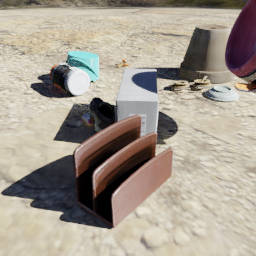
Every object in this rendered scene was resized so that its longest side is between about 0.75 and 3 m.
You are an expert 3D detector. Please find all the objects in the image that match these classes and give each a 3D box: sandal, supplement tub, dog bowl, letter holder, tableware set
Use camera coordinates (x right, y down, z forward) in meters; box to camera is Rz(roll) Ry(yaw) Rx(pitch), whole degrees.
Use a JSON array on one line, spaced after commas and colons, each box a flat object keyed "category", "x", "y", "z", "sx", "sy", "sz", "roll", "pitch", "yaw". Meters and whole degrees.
[{"category": "sandal", "x": 3.133, "y": -1.048, "z": 6.932, "sx": 0.922, "sy": 0.264, "sz": 0.353, "roll": 2, "pitch": 54, "yaw": -1}, {"category": "supplement tub", "x": -2.498, "y": -2.092, "z": 11.766, "sx": 1.092, "sy": 1.092, "sz": 1.782, "roll": -22, "pitch": 36, "yaw": -35}, {"category": "dog bowl", "x": 3.588, "y": -2.432, "z": 7.504, "sx": 0.967, "sy": 2.622, "sz": 2.622, "roll": 14, "pitch": 27, "yaw": -10}, {"category": "letter holder", "x": -0.005, "y": 0.754, "z": 6.092, "sx": 1.084, "sy": 1.532, "sz": 2.155, "roll": 22, "pitch": 35, "yaw": 34}, {"category": "tableware set", "x": 2.713, "y": -1.974, "z": 12.078, "sx": 1.714, "sy": 0.344, "sz": 1.133, "roll": -4, "pitch": 21, "yaw": 0}]

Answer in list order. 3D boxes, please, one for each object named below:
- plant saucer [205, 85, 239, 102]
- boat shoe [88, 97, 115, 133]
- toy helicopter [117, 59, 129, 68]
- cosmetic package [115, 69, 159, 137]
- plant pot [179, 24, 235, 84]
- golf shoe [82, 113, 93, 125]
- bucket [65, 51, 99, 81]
[{"category": "plant saucer", "x": 3.837, "y": -1.461, "z": 11.405, "sx": 1.351, "sy": 0.339, "sz": 1.351, "roll": 0, "pitch": 28, "yaw": 0}, {"category": "boat shoe", "x": -0.772, "y": -0.531, "z": 9.147, "sx": 0.802, "sy": 0.710, "sz": 2.191, "roll": 12, "pitch": 28, "yaw": -26}, {"category": "toy helicopter", "x": -0.285, "y": -3.423, "z": 15.150, "sx": 0.508, "sy": 0.303, "sz": 0.768, "roll": 32, "pitch": 52, "yaw": 30}, {"category": "cosmetic package", "x": 0.324, "y": -0.769, "z": 8.899, "sx": 1.301, "sy": 1.541, "sz": 2.884, "roll": 1, "pitch": 27, "yaw": 1}, {"category": "plant pot", "x": 3.879, "y": -3.600, "z": 13.291, "sx": 2.662, "sy": 2.310, "sz": 2.662, "roll": 1, "pitch": 29, "yaw": -1}, {"category": "golf shoe", "x": -1.357, "y": -0.289, "z": 9.363, "sx": 0.357, "sy": 0.294, "sz": 0.781, "roll": -11, "pitch": 22, "yaw": -1}, {"category": "bucket", "x": -2.112, "y": -2.881, "z": 13.017, "sx": 1.667, "sy": 1.085, "sz": 1.667, "roll": 6, "pitch": 25, "yaw": -3}]
